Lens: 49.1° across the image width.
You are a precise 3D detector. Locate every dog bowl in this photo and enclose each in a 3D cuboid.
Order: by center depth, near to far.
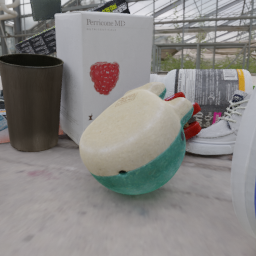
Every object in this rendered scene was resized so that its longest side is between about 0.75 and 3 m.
[{"bbox_3d":[1.872,0.204,2.458,2.065,2.065,0.813,-9,18,-34],"label":"dog bowl"}]

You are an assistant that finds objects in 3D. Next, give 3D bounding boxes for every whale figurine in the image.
[{"bbox_3d":[0.199,0.084,4.311,1.778,1.159,2.235,-19,25,21],"label":"whale figurine"}]

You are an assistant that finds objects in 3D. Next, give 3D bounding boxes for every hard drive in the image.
[{"bbox_3d":[-2.557,-3.948,8.701,0.945,0.223,1.355,-16,-21,-18],"label":"hard drive"}]

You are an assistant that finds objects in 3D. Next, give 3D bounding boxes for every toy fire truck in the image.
[{"bbox_3d":[0.664,-0.063,5.765,1.546,0.867,1.298,-32,9,-16],"label":"toy fire truck"}]

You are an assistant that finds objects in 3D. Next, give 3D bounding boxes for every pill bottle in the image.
[{"bbox_3d":[1.891,-0.843,7.972,2.847,1.657,1.657,2,13,12],"label":"pill bottle"}]

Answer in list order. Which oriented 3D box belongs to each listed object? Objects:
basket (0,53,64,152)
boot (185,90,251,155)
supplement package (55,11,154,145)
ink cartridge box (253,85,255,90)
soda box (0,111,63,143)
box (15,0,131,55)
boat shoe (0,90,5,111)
[{"bbox_3d":[-1.988,-0.526,5.881,1.236,1.817,1.638,-5,23,-25],"label":"basket"},{"bbox_3d":[2.236,-0.208,6.100,2.569,1.228,0.945,-9,16,-35],"label":"boot"},{"bbox_3d":[-0.584,-1.131,6.351,1.647,2.717,1.627,-10,22,-29],"label":"supplement package"},{"bbox_3d":[6.841,-1.517,12.684,2.201,0.834,1.627,-5,14,-16],"label":"ink cartridge box"},{"bbox_3d":[-2.616,-0.090,6.785,2.010,0.687,0.639,-9,16,-35],"label":"soda box"},{"bbox_3d":[-1.585,-2.926,8.289,2.810,0.622,2.251,-10,29,30],"label":"box"},{"bbox_3d":[-4.244,-0.943,9.766,2.971,1.015,1.097,-8,15,-31],"label":"boat shoe"}]
